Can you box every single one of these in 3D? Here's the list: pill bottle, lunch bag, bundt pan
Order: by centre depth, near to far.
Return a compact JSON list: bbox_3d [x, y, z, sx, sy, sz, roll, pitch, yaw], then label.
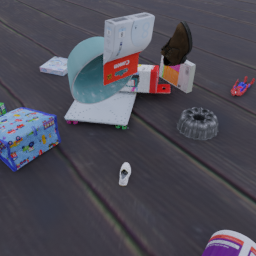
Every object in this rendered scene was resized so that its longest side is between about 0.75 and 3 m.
[{"bbox_3d":[1.856,3.182,5.572,1.193,1.193,2.121,24,43,28],"label":"pill bottle"},{"bbox_3d":[-3.947,0.035,9.661,2.560,1.204,1.928,25,42,30],"label":"lunch bag"},{"bbox_3d":[2.648,-0.249,10.528,1.591,0.597,1.591,1,38,-1],"label":"bundt pan"}]

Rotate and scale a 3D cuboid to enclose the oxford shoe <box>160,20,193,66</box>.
[{"bbox_3d":[1.792,-3.032,10.613,1.017,2.410,0.876,-20,69,-9],"label":"oxford shoe"}]

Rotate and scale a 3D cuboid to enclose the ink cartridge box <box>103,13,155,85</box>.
[{"bbox_3d":[-0.003,-1.884,6.884,0.387,1.637,1.310,33,45,32],"label":"ink cartridge box"}]

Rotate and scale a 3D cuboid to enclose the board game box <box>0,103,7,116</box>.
[{"bbox_3d":[-6.571,-0.417,10.799,2.943,0.507,1.992,7,38,9],"label":"board game box"}]

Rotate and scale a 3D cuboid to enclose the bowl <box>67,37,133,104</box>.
[{"bbox_3d":[-0.955,-1.866,8.460,2.186,2.186,1.143,-22,65,-26],"label":"bowl"}]

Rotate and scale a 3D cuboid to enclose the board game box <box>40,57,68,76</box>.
[{"bbox_3d":[-3.621,-3.244,14.647,1.384,0.300,1.377,14,40,17],"label":"board game box"}]

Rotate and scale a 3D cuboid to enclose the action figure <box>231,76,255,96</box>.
[{"bbox_3d":[5.199,-1.899,12.829,0.591,0.467,1.807,30,49,29],"label":"action figure"}]

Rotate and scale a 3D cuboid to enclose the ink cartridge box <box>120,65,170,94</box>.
[{"bbox_3d":[0.473,-2.243,12.496,2.885,0.970,1.676,4,22,6],"label":"ink cartridge box"}]

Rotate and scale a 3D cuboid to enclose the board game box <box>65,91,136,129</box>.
[{"bbox_3d":[-1.036,-0.866,11.546,2.453,0.317,2.453,6,38,8],"label":"board game box"}]

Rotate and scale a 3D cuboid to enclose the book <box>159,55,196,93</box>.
[{"bbox_3d":[2.260,-2.670,13.046,0.484,1.345,2.013,-19,42,-24],"label":"book"}]

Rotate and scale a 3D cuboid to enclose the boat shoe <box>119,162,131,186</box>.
[{"bbox_3d":[-0.085,1.358,8.657,0.325,0.318,0.917,3,38,4],"label":"boat shoe"}]
